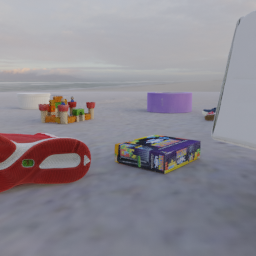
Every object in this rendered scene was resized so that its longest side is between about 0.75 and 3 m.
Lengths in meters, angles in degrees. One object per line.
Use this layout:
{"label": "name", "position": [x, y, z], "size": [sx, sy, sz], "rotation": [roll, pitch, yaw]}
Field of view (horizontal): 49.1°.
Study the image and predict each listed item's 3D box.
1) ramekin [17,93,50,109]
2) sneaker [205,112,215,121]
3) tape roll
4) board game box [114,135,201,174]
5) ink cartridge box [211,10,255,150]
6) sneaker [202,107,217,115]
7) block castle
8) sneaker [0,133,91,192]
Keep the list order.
{"label": "ramekin", "position": [-4.521, -1.318, 13.481], "size": [1.564, 0.728, 1.564], "rotation": [0, 9, 0]}
{"label": "sneaker", "position": [2.823, -0.372, 8.863], "size": [0.759, 0.270, 0.427], "rotation": [1, 12, 17]}
{"label": "tape roll", "position": [1.761, -1.118, 11.941], "size": [1.911, 0.812, 1.911], "rotation": [0, 8, 0]}
{"label": "board game box", "position": [0.457, 0.342, 4.148], "size": [0.863, 0.296, 1.044], "rotation": [6, 11, 38]}
{"label": "ink cartridge box", "position": [2.235, -0.078, 2.386], "size": [2.536, 1.086, 1.871], "rotation": [9, 4, -40]}
{"label": "sneaker", "position": [3.431, -0.707, 9.447], "size": [1.786, 0.755, 0.670], "rotation": [3, 9, 23]}
{"label": "block castle", "position": [-1.873, -0.608, 8.749], "size": [1.096, 0.770, 1.640], "rotation": [4, 10, 28]}
{"label": "sneaker", "position": [-1.461, 0.355, 3.368], "size": [1.836, 0.719, 1.061], "rotation": [10, -4, -23]}
